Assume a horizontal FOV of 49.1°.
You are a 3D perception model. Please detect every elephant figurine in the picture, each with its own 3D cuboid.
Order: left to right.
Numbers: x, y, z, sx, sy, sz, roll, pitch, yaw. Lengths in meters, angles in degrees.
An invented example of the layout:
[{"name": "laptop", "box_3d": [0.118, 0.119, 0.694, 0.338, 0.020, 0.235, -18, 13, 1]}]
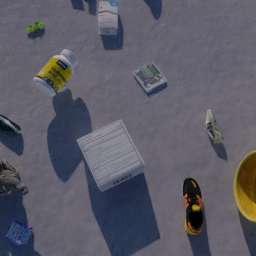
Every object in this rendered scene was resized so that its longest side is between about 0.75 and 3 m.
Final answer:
[{"name": "elephant figurine", "box_3d": [-4.440, 1.743, 9.759, 2.049, 1.590, 1.450, 36, 108, -13]}]

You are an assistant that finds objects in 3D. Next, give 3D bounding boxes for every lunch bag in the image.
[{"name": "lunch bag", "box_3d": [-3.762, 3.547, 9.509, 0.808, 0.380, 0.608, 17, 71, 17]}]

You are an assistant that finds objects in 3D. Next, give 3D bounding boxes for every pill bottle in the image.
[{"name": "pill bottle", "box_3d": [-2.771, -2.197, 10.979, 0.997, 0.997, 1.792, 30, 71, 11]}]

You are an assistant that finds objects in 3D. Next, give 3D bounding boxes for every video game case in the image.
[{"name": "video game case", "box_3d": [0.926, -2.187, 11.906, 1.015, 0.130, 1.117, -30, 71, -12]}]

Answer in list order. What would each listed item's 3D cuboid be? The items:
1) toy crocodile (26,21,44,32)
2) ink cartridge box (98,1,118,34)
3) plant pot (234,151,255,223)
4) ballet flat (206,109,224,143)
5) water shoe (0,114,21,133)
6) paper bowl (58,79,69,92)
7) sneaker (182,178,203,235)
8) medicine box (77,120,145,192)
[{"name": "toy crocodile", "box_3d": [-4.275, -4.635, 12.846, 0.865, 0.267, 0.292, -33, 72, -7]}, {"name": "ink cartridge box", "box_3d": [-0.904, -5.053, 12.857, 0.866, 0.506, 1.492, 1, 68, 0]}, {"name": "plant pot", "box_3d": [5.102, 2.016, 9.216, 2.181, 2.319, 2.319, 10, 67, -14]}, {"name": "ballet flat", "box_3d": [3.265, -0.074, 10.892, 0.440, 0.476, 1.410, -19, 69, 3]}, {"name": "water shoe", "box_3d": [-4.706, -0.056, 10.964, 1.217, 0.435, 0.480, 34, 97, 14]}, {"name": "paper bowl", "box_3d": [-2.861, -1.877, 11.615, 0.837, 0.435, 0.837, 0, 68, 0]}, {"name": "sneaker", "box_3d": [2.272, 2.611, 9.570, 0.680, 0.875, 1.945, 1, 68, 0]}, {"name": "medicine box", "box_3d": [-0.616, 0.995, 10.148, 1.775, 1.003, 1.948, -25, 69, -9]}]
